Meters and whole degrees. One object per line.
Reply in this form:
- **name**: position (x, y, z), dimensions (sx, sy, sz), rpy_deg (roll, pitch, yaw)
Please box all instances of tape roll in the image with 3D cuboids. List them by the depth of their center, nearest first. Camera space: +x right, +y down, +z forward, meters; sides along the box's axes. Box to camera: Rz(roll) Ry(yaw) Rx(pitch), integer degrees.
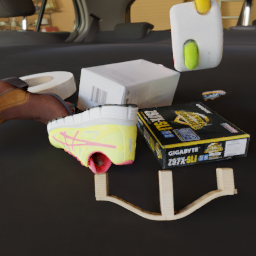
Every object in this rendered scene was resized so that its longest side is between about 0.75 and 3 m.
- **tape roll**: position (-3.220, -1.278, 9.422), dimensions (2.963, 0.541, 2.963), rpy_deg (-8, 24, 4)

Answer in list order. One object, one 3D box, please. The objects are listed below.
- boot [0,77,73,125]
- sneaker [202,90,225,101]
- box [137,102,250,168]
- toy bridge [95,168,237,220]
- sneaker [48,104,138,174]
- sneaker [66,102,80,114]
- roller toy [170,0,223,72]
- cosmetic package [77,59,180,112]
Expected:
- **boot**: position (-2.854, -0.212, 6.369), dimensions (2.424, 0.882, 2.575), rpy_deg (34, 39, 11)
- **sneaker**: position (2.954, -1.121, 9.614), dimensions (0.765, 0.295, 0.299), rpy_deg (-4, 9, 35)
- **box**: position (1.258, 0.046, 6.229), dimensions (1.744, 0.539, 2.184), rpy_deg (-8, 24, -9)
- **toy bridge**: position (0.532, 0.912, 3.859), dimensions (1.943, 0.653, 0.264), rpy_deg (-2, -6, 0)
- **sneaker**: position (-0.751, 0.298, 5.198), dimensions (0.987, 1.140, 2.526), rpy_deg (-6, -4, -37)
- **sneaker**: position (-1.739, -0.558, 7.956), dimensions (0.502, 0.417, 1.051), rpy_deg (14, 13, 21)
- **roller toy**: position (2.025, -2.702, 8.194), dimensions (1.452, 2.078, 1.896), rpy_deg (-6, 2, 9)
- **cosmetic package**: position (0.118, -1.161, 8.340), dimensions (1.574, 1.241, 2.924), rpy_deg (28, 30, 30)
